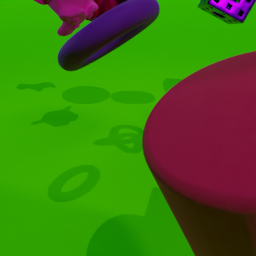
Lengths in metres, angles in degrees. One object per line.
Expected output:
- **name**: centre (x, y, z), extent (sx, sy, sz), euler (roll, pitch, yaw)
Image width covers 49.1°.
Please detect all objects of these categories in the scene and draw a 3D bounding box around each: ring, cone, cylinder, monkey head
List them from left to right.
- **monkey head**: centre (-1.139, -2.298, 5.192), extent (1.060, 0.888, 1.474), euler (-29, 8, 48)
- **cone**: centre (-0.594, -3.504, 6.177), extent (1.594, 1.600, 1.594), euler (0, 54, 0)
- **ring**: centre (-0.192, -0.910, 2.764), extent (1.127, 0.225, 1.127), euler (-31, 11, 6)
- **cylinder**: centre (0.933, 0.358, 1.924), extent (1.323, 1.323, 1.323), euler (-19, 34, 13)

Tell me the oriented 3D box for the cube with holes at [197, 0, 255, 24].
- **cube with holes**: centre (2.722, -3.558, 7.507), extent (1.086, 1.086, 1.086), euler (25, 17, -8)
